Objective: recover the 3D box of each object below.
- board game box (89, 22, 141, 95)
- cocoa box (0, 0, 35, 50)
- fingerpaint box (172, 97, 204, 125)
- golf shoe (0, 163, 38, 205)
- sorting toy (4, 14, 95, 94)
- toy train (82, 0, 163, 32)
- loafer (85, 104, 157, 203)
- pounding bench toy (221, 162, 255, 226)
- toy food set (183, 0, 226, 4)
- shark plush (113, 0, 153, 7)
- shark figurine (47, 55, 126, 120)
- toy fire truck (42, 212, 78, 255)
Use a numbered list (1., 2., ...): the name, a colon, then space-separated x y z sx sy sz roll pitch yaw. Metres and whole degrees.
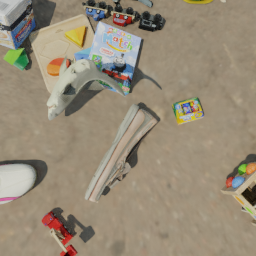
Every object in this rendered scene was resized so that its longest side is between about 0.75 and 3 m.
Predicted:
1. board game box: -0.457 -2.073 8.415 1.391 0.336 1.839 16 78 -18
2. cocoa box: -3.948 -3.419 8.253 1.912 1.255 1.275 20 58 4
3. fingerpaint box: 1.781 -0.508 8.361 0.768 0.282 0.640 -15 80 -3
4. golf shoe: -3.892 1.623 7.448 2.854 1.314 1.036 -15 79 -4
5. sorting toy: -2.266 -2.159 8.596 2.880 0.424 2.129 -22 80 -4
6. toy train: -0.199 -3.522 8.861 2.621 0.447 0.600 14 98 2
7. loafer: -0.143 0.773 7.779 0.939 1.073 2.986 28 78 -2
8. pounding bench toy: 3.735 1.488 7.528 1.900 1.180 1.482 -41 82 -7
9. toy food set: 2.426 -4.529 9.004 1.525 0.498 0.897 0 79 0
10. shark plush: -0.311 -4.411 9.092 2.233 1.014 0.930 18 100 -17
11. shark figurine: -1.007 -1.160 7.018 1.213 2.907 1.737 21 69 -30
12. toy fire truck: -1.831 2.822 7.398 0.325 0.941 1.335 -42 83 -8
